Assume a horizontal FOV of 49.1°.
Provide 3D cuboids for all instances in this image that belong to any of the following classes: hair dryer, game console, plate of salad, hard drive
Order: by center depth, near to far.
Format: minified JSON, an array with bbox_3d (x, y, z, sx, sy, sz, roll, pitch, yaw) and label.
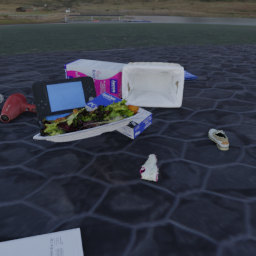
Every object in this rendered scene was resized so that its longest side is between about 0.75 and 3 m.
[{"bbox_3d":[-1.676,2.405,4.928,1.763,0.235,1.163,-6,27,-13],"label":"hard drive"},{"bbox_3d":[-1.073,-0.249,7.545,2.970,0.713,2.970,-12,9,2],"label":"plate of salad"},{"bbox_3d":[-2.154,-0.927,10.532,2.467,2.106,1.460,-11,1,-23],"label":"game console"},{"bbox_3d":[-3.867,-0.919,11.201,2.115,0.754,2.777,21,34,34],"label":"hair dryer"}]

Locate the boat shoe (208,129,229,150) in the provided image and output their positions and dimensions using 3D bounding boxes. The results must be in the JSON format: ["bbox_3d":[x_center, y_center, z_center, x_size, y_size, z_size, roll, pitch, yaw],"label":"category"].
[{"bbox_3d":[2.982,0.269,9.139,0.436,0.399,1.168,-4,26,-8],"label":"boat shoe"}]

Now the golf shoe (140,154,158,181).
[{"bbox_3d":[0.565,1.035,7.598,0.484,0.399,1.058,-2,25,3],"label":"golf shoe"}]

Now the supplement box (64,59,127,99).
[{"bbox_3d":[-1.444,-2.356,13.391,2.797,1.416,1.446,10,28,19],"label":"supplement box"}]

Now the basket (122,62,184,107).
[{"bbox_3d":[1.097,-1.961,12.307,2.554,1.731,1.576,3,22,7],"label":"basket"}]

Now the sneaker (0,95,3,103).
[{"bbox_3d":[-6.245,-1.293,12.172,1.473,0.555,0.770,-16,35,-22],"label":"sneaker"}]

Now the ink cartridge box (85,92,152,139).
[{"bbox_3d":[-0.344,-0.489,9.715,2.192,0.485,1.030,27,49,31],"label":"ink cartridge box"}]

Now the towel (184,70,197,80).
[{"bbox_3d":[2.965,-3.188,16.457,1.489,0.245,2.057,-6,26,-14],"label":"towel"}]
